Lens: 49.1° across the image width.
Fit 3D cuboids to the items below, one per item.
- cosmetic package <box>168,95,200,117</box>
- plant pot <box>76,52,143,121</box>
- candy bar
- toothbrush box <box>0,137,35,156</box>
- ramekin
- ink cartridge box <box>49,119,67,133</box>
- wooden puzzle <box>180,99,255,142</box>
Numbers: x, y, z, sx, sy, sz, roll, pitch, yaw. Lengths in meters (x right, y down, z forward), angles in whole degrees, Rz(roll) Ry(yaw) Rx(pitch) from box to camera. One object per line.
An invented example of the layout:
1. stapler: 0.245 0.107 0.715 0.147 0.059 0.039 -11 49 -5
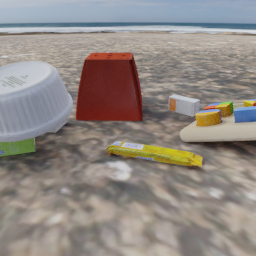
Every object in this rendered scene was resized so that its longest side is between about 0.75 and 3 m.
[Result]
1. cosmetic package: 1.999 -0.815 10.094 1.083 0.549 0.386 19 29 39
2. plant pot: -0.600 -1.596 10.059 2.292 2.020 2.290 1 23 2
3. candy bar: 0.625 0.637 6.991 2.446 0.271 0.610 7 20 17
4. toothbrush box: -3.501 0.129 7.485 1.880 0.809 1.369 -7 25 -18
5. ramekin: -2.590 -0.775 6.791 2.360 1.099 2.360 -4 34 3
6. ink cartridge box: -2.716 -0.314 8.886 1.311 0.549 0.951 5 23 11
7. wooden puzzle: 3.092 -0.386 8.200 2.479 0.620 2.677 -4 18 36
